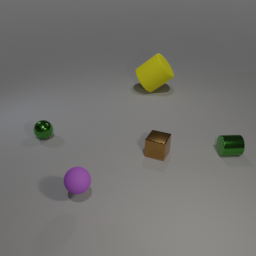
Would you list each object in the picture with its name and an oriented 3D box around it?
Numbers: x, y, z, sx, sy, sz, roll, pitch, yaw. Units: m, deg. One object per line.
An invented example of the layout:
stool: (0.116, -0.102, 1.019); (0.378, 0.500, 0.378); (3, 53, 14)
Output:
cube: (1.010, 0.576, 9.461); (0.700, 0.700, 0.700); (13, 33, 21)
ball: (-3.121, 0.056, 10.335); (0.700, 0.700, 0.700); (0, 30, 0)
cylinder: (3.448, 0.582, 9.443); (0.700, 0.700, 0.700); (-1, 30, -2)
cylinder: (1.329, -2.729, 13.906); (1.400, 1.400, 1.400); (-32, 20, 25)
ball: (-1.302, 1.348, 7.221); (0.700, 0.700, 0.700); (0, 30, 0)
